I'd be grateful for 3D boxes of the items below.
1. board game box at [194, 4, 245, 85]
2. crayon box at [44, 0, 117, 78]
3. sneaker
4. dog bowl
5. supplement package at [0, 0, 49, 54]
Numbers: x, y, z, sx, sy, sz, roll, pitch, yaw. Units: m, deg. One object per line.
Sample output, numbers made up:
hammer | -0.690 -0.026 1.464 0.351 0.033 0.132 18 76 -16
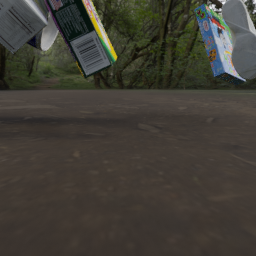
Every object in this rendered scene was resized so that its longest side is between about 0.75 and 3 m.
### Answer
board game box | 3.184 -2.782 9.609 0.450 2.457 1.859 -21 -15 39
crayon box | -1.286 -2.969 7.421 0.855 2.932 2.530 -23 17 9
sneaker | 2.943 -2.222 7.038 0.751 1.996 0.883 -12 7 31
dog bowl | -2.908 -3.554 9.641 0.659 1.673 1.673 24 8 -4
supplement package | -2.842 -3.062 6.697 1.138 1.599 2.053 -35 36 14
